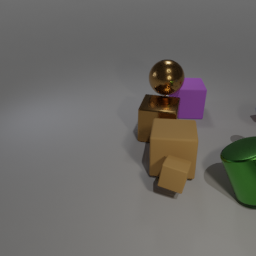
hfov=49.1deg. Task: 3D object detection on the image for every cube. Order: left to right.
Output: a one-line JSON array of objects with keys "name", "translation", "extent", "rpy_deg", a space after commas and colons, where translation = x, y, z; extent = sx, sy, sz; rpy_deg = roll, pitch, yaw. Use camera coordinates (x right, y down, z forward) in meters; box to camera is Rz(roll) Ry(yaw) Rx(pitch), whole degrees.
[{"name": "cube", "translation": [1.194, -0.340, 10.742], "extent": [1.400, 1.400, 1.400], "rpy_deg": [7, 31, 12]}, {"name": "cube", "translation": [1.447, 0.625, 8.988], "extent": [1.400, 1.400, 1.400], "rpy_deg": [3, 27, 9]}, {"name": "cube", "translation": [1.308, 1.280, 7.852], "extent": [0.700, 0.700, 0.700], "rpy_deg": [17, 24, 16]}, {"name": "cube", "translation": [2.591, -1.339, 12.436], "extent": [1.400, 1.400, 1.400], "rpy_deg": [2, 30, 3]}]

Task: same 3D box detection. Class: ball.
[{"name": "ball", "translation": [1.512, -1.975, 10.992], "extent": [1.400, 1.400, 1.400], "rpy_deg": [0, 31, 0]}]

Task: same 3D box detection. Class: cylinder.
[{"name": "cylinder", "translation": [3.460, 1.151, 7.753], "extent": [1.400, 1.400, 1.400], "rpy_deg": [-24, 13, 6]}]
